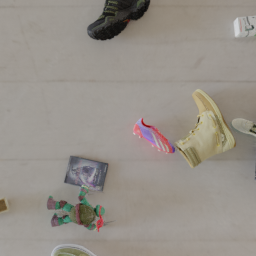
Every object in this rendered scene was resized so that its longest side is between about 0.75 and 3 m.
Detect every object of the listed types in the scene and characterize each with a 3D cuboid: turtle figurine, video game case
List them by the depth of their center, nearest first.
[{"bbox_3d":[-1.553,2.778,9.481,2.214,1.115,1.658,-5,88,6],"label":"turtle figurine"},{"bbox_3d":[-1.487,1.619,10.024,1.409,0.134,1.007,12,86,0],"label":"video game case"}]

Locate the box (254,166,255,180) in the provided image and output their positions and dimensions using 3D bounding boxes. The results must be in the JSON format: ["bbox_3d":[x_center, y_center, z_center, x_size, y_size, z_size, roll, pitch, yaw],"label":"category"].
[{"bbox_3d":[5.528,0.676,9.455,2.538,0.631,2.519,11,82,-18],"label":"box"}]

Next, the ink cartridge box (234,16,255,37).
[{"bbox_3d":[4.411,-3.728,10.293,0.875,0.368,0.639,-6,86,0],"label":"ink cartridge box"}]

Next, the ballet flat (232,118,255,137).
[{"bbox_3d":[4.453,0.014,9.954,1.470,0.511,0.511,26,86,2],"label":"ballet flat"}]

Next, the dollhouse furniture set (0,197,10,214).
[{"bbox_3d":[-5.124,2.591,9.365,1.812,1.286,1.436,-20,86,-1],"label":"dollhouse furniture set"}]

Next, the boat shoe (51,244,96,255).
[{"bbox_3d":[-1.403,4.678,9.458,2.549,0.791,0.918,20,86,1],"label":"boat shoe"}]

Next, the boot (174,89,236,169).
[{"bbox_3d":[2.394,0.017,9.808,1.851,0.867,2.381,-29,88,0],"label":"boot"}]

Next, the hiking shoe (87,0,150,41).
[{"bbox_3d":[-0.520,-4.213,10.135,2.615,0.990,1.316,-35,78,-12],"label":"hiking shoe"}]

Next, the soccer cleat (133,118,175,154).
[{"bbox_3d":[0.981,0.299,9.855,1.696,0.566,0.648,31,107,5],"label":"soccer cleat"}]
